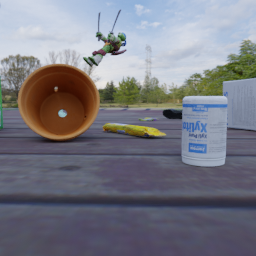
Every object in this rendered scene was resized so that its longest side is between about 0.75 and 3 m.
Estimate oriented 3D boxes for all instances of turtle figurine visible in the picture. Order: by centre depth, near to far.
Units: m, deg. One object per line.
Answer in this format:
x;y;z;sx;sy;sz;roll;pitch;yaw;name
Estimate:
-1.043;-3.461;11.010;1.426;1.922;1.982;33;-14;28;turtle figurine

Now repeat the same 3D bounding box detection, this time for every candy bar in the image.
0.063;0.048;7.419;0.567;0.252;2.274;1;3;-35;candy bar

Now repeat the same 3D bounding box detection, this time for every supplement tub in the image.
1.053;0.024;3.884;0.609;0.923;0.609;0;4;0;supplement tub

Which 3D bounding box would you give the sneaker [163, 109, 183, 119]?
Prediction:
2.742;-0.703;14.742;1.682;0.505;0.877;9;9;31;sneaker

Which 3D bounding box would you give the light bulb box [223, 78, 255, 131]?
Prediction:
4.746;-0.750;8.674;2.539;1.599;2.562;-2;5;-18;light bulb box

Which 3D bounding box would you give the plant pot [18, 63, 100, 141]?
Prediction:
-1.563;-0.476;6.530;1.703;1.703;1.192;-1;-11;-11;plant pot

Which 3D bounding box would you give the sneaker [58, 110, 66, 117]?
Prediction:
-3.351;-0.788;14.582;1.104;0.651;0.406;1;4;-6;sneaker

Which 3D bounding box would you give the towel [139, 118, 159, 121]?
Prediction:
1.006;-0.424;13.506;0.737;0.117;1.026;3;6;25;towel

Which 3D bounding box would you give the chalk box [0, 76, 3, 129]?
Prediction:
-4.675;-0.703;7.887;1.709;1.701;2.747;-1;4;0;chalk box
